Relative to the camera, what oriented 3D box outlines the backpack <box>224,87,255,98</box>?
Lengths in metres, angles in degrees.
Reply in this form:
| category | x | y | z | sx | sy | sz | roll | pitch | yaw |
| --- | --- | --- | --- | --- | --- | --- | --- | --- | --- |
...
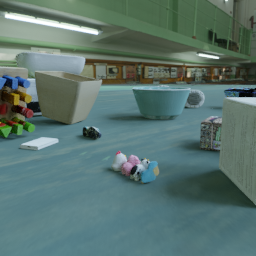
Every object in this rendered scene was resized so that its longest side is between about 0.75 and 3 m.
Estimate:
| category | x | y | z | sx | sy | sz | roll | pitch | yaw |
| --- | --- | --- | --- | --- | --- | --- | --- | --- | --- |
| backpack | 5.423 | -1.465 | 13.565 | 1.498 | 1.008 | 1.368 | 8 | 14 | 32 |

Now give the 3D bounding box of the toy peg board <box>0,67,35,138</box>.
| category | x | y | z | sx | sy | sz | roll | pitch | yaw |
| --- | --- | --- | --- | --- | --- | --- | --- | --- | --- |
| toy peg board | -3.091 | -0.563 | 6.961 | 0.868 | 1.767 | 1.774 | 19 | 18 | 28 |

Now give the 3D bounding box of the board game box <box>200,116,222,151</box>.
| category | x | y | z | sx | sy | sz | roll | pitch | yaw |
| --- | --- | --- | --- | --- | --- | --- | --- | --- | --- |
| board game box | 2.366 | 0.137 | 6.272 | 1.278 | 0.619 | 1.018 | 5 | 11 | 27 |

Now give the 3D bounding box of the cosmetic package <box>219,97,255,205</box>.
| category | x | y | z | sx | sy | sz | roll | pitch | yaw |
| --- | --- | --- | --- | --- | --- | --- | --- | --- | --- |
| cosmetic package | 2.190 | 0.232 | 4.072 | 1.263 | 1.270 | 1.518 | 0 | 11 | 0 |

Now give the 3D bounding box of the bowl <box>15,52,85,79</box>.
| category | x | y | z | sx | sy | sz | roll | pitch | yaw |
| --- | --- | --- | --- | --- | --- | --- | --- | --- | --- |
| bowl | -3.597 | -2.768 | 12.920 | 2.815 | 1.052 | 2.819 | -3 | 8 | -30 |

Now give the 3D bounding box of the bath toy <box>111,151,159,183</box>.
| category | x | y | z | sx | sy | sz | roll | pitch | yaw |
| --- | --- | --- | --- | --- | --- | --- | --- | --- | --- |
| bath toy | 0.085 | 0.606 | 4.618 | 0.403 | 0.343 | 0.927 | -9 | 13 | -40 |

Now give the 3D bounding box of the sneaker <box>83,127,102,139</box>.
| category | x | y | z | sx | sy | sz | roll | pitch | yaw |
| --- | --- | --- | --- | --- | --- | --- | --- | --- | --- |
| sneaker | -0.874 | 0.092 | 7.364 | 0.357 | 0.321 | 0.826 | -4 | 11 | -34 |

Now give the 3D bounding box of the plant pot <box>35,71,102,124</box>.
| category | x | y | z | sx | sy | sz | roll | pitch | yaw |
| --- | --- | --- | --- | --- | --- | --- | --- | --- | --- |
| plant pot | -2.075 | -1.043 | 9.576 | 1.690 | 1.498 | 1.692 | 15 | 15 | 16 |

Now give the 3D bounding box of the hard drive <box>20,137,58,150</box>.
| category | x | y | z | sx | sy | sz | roll | pitch | yaw |
| --- | --- | --- | --- | --- | --- | --- | --- | --- | --- |
| hard drive | -2.055 | 0.359 | 6.528 | 0.499 | 0.099 | 0.756 | 4 | 12 | 20 |

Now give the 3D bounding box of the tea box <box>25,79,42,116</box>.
| category | x | y | z | sx | sy | sz | roll | pitch | yaw |
| --- | --- | --- | --- | --- | --- | --- | --- | --- | --- |
| tea box | -4.551 | -1.273 | 11.381 | 2.167 | 1.448 | 2.132 | -6 | 12 | -31 |

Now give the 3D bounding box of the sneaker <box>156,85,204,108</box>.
| category | x | y | z | sx | sy | sz | roll | pitch | yaw |
| --- | --- | --- | --- | --- | --- | --- | --- | --- | --- |
| sneaker | 2.311 | -1.485 | 14.153 | 2.792 | 1.088 | 1.387 | 8 | 4 | -4 |

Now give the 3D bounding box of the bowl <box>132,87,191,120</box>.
| category | x | y | z | sx | sy | sz | roll | pitch | yaw |
| --- | --- | --- | --- | --- | --- | --- | --- | --- | --- |
| bowl | 1.253 | -0.961 | 10.623 | 2.175 | 1.138 | 2.175 | -1 | 11 | 0 |
